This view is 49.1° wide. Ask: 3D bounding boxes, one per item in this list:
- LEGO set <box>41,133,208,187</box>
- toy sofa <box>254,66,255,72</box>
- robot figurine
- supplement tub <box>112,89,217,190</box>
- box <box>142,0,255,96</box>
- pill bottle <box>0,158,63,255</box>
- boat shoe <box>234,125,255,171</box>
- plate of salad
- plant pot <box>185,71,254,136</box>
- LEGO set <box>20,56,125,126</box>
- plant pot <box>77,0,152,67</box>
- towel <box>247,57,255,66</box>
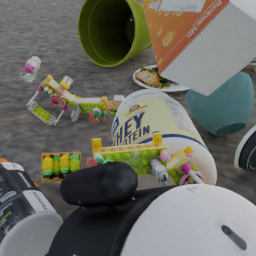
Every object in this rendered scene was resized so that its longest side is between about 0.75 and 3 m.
[{"bbox_3d":[0.398,0.847,3.524,2.990,1.375,1.113,30,8,-16],"label":"LEGO set"},{"bbox_3d":[5.251,-2.308,10.444,0.973,0.475,0.403,14,36,22],"label":"toy sofa"},{"bbox_3d":[0.180,1.500,2.827,2.090,2.782,1.736,26,61,-25],"label":"robot figurine"},{"bbox_3d":[0.531,0.348,5.335,1.637,1.637,2.258,-3,32,-5],"label":"supplement tub"},{"bbox_3d":[1.482,-2.463,5.919,1.414,1.804,2.900,15,49,-30],"label":"box"},{"bbox_3d":[-1.920,1.213,4.583,0.992,0.992,1.867,-24,41,-32],"label":"pill bottle"},{"bbox_3d":[3.290,0.315,5.987,2.592,0.980,0.782,-23,34,-30],"label":"boat shoe"},{"bbox_3d":[1.333,-1.873,9.700,2.331,0.560,2.331,0,32,0],"label":"plate of salad"},{"bbox_3d":[2.340,-0.458,6.865,1.641,1.641,1.105,-6,66,-9],"label":"plant pot"},{"bbox_3d":[-1.489,-0.590,7.336,2.935,1.350,1.093,26,52,-3],"label":"LEGO set"},{"bbox_3d":[-0.113,-3.992,11.375,2.762,2.762,2.659,21,27,29],"label":"plant pot"},{"bbox_3d":[4.242,-2.856,10.897,1.805,0.470,2.723,-2,28,26],"label":"towel"}]
